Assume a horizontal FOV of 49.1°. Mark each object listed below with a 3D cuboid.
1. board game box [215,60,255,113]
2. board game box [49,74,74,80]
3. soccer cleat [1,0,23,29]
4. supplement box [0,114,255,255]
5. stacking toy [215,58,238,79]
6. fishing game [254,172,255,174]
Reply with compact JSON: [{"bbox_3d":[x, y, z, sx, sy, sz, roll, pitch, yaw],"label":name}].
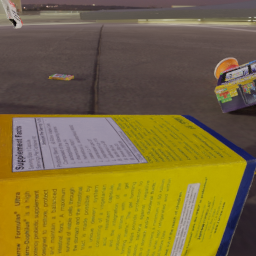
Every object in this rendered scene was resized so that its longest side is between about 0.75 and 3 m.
[{"bbox_3d":[4.415,-1.626,8.821,2.988,0.847,2.470,-17,17,28],"label":"board game box"},{"bbox_3d":[-2.975,-2.257,12.413,1.035,0.155,0.494,6,24,18],"label":"board game box"},{"bbox_3d":[-3.244,-3.173,7.745,0.293,0.854,0.364,-8,33,26],"label":"soccer cleat"},{"bbox_3d":[-0.158,0.792,3.600,2.851,1.561,1.552,-1,23,-21],"label":"supplement box"},{"bbox_3d":[4.319,-2.096,11.424,1.061,1.061,1.452,-8,45,-16],"label":"stacking toy"},{"bbox_3d":[1.509,0.493,6.141,1.702,0.370,2.377,-15,36,-29],"label":"fishing game"}]
